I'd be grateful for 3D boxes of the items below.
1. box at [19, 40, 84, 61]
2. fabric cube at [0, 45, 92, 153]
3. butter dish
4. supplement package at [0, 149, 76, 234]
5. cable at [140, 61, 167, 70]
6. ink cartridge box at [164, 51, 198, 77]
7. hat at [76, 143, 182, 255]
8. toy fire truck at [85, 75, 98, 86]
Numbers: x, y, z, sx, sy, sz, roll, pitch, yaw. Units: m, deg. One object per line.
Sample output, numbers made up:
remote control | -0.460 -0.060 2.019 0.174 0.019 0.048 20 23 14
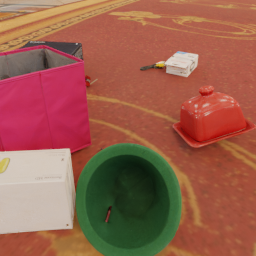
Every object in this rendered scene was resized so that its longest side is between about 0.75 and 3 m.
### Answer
box | -3.863 -3.062 13.518 2.848 1.483 2.593 6 36 8
fabric cube | -3.084 -0.735 8.708 2.827 2.818 2.773 -23 37 -33
butter dish | 2.690 -0.594 9.309 2.241 1.657 2.235 -16 23 -4
supplement package | -2.403 1.503 6.665 2.101 1.636 1.165 -3 34 -5
cable | 1.331 -3.385 14.998 1.468 0.369 0.713 -6 35 -8
ink cartridge box | 2.750 -3.268 14.533 1.184 0.693 2.042 17 38 24
hat | 0.164 1.696 7.511 2.462 2.617 2.973 -8 77 9
toy fire truck | -1.874 -2.222 13.217 0.871 0.561 0.767 12 34 -2
